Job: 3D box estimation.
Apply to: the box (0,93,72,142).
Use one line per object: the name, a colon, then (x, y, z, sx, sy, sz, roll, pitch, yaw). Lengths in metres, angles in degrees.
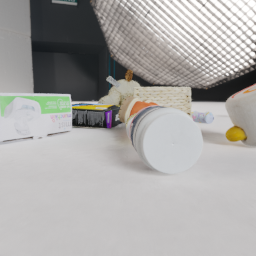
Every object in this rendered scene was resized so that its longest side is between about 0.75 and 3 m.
box: (-2.807, -0.303, 6.813, 1.924, 1.054, 2.180, 2, 6, 31)

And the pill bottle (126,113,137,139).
pill bottle: (0.259, 0.013, 5.918, 0.609, 0.609, 1.065, 0, 7, -1)

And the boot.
boot: (0.752, -0.219, 7.665, 1.289, 0.902, 2.405, 22, 9, 18)

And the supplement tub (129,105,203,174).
supplement tub: (0.479, 0.122, 3.919, 0.844, 0.844, 1.203, -1, 7, -6)

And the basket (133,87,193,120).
basket: (1.167, -0.785, 9.752, 2.085, 1.286, 1.413, 1, 7, 5)

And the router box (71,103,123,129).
router box: (-1.103, -0.460, 9.354, 1.775, 0.608, 2.379, 4, 9, 10)

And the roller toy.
roller toy: (2.759, -0.305, 5.444, 1.587, 1.109, 1.448, -28, 5, -34)

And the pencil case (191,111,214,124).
pencil case: (2.655, -0.394, 10.146, 0.386, 0.421, 0.928, -5, 8, -28)

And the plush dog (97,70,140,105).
plush dog: (-0.044, -1.245, 12.679, 2.541, 2.039, 2.182, 2, -19, 0)
